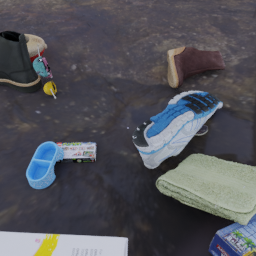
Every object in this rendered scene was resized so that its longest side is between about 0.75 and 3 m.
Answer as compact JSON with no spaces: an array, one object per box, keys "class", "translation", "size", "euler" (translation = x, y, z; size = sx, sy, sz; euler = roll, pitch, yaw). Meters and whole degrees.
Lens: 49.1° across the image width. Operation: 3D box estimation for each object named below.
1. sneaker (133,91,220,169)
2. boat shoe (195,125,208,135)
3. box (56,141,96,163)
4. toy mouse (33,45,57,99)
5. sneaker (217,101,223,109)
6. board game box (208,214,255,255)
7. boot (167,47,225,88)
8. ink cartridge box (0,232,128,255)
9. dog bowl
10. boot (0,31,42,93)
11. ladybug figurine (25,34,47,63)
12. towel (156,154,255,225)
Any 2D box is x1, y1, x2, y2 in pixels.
[{"class":"sneaker","translation":[1.325,0.031,7.428],"size":[2.847,1.234,1.067],"euler":[-33,43,-22]},{"class":"boat shoe","translation":[1.995,0.043,8.183],"size":[0.821,0.266,0.295],"euler":[-9,51,-14]},{"class":"box","translation":[-1.432,0.653,7.633],"size":[1.110,0.193,0.611],"euler":[-1,44,-1]},{"class":"toy mouse","translation":[-2.842,-1.923,9.358],"size":[0.368,1.690,1.902],"euler":[-19,22,-4]},{"class":"sneaker","translation":[2.228,-0.649,8.693],"size":[1.539,0.622,0.589],"euler":[-3,18,-19]},{"class":"board game box","translation":[3.642,2.420,5.302],"size":[2.893,0.893,2.894],"euler":[-29,51,-26]},{"class":"boot","translation":[2.487,-2.262,10.132],"size":[2.061,0.896,2.478],"euler":[2,41,4]},{"class":"ink cartridge box","translation":[-1.323,2.844,4.111],"size":[2.632,1.937,1.903],"euler":[1,44,2]},{"class":"dog bowl","translation":[-2.121,0.901,7.113],"size":[0.710,0.316,1.273],"euler":[6,56,15]},{"class":"boot","translation":[-4.412,-2.510,9.600],"size":[2.901,2.007,1.124],"euler":[12,45,13]},{"class":"ladybug figurine","translation":[-4.369,-3.019,10.941],"size":[2.394,0.861,1.625],"euler":[-2,44,-2]},{"class":"towel","translation":[1.954,1.208,6.265],"size":[1.724,0.424,2.324],"euler":[-28,27,-36]}]
